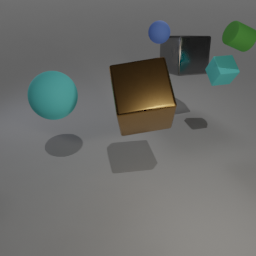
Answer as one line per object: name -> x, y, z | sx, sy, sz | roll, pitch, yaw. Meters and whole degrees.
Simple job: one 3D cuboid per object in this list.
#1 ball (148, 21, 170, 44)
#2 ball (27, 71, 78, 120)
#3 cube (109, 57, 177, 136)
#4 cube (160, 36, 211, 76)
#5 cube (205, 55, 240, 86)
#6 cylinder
ball -> 0.993, -3.039, 8.892 | 0.700, 0.700, 0.700 | 0, 30, 0
ball -> -2.155, -0.934, 8.070 | 1.400, 1.400, 1.400 | 0, 30, 0
cube -> 0.358, -0.763, 7.209 | 1.400, 1.400, 1.400 | -9, 68, -1
cube -> 2.175, -2.847, 10.878 | 1.400, 1.400, 1.400 | -8, 20, -23
cube -> 3.098, -1.893, 9.235 | 0.700, 0.700, 0.700 | -8, 67, -13
cylinder -> 3.280, -2.694, 8.252 | 0.700, 0.700, 0.700 | 14, 24, -22
